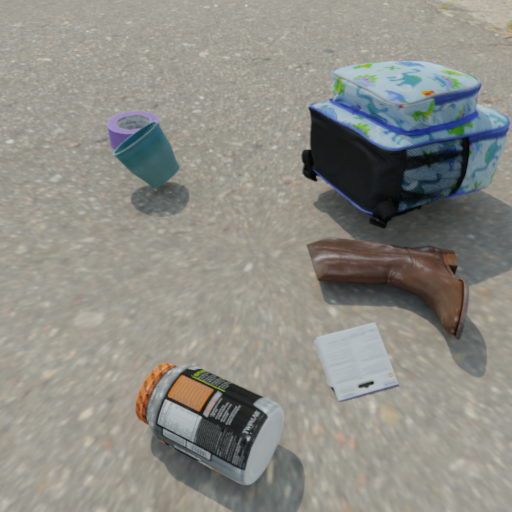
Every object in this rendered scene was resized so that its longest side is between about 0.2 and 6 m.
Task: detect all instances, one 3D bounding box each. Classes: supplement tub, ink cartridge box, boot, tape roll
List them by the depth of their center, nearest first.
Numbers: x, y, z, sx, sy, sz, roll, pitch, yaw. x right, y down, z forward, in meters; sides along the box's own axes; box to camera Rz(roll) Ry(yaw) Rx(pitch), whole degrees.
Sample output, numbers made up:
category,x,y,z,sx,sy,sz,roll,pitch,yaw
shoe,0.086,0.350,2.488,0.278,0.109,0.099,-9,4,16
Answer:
category,x,y,z,sx,sy,sz,roll,pitch,yaw
supplement tub,-0.604,2.047,7.086,1.708,1.046,1.046,20,43,24
ink cartridge box,1.464,1.569,8.255,0.973,0.215,0.991,-12,68,-13
boot,2.049,0.425,9.276,2.572,0.826,2.397,8,26,5
tape roll,-3.022,-3.085,13.929,1.276,0.542,1.276,0,39,0

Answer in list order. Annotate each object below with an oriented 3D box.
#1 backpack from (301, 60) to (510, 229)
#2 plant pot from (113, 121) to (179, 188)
category,x,y,z,sx,sy,sz,roll,pitch,yaw
backpack,3.066,-2.427,11.006,3.426,2.517,3.135,-11,34,-25
plant pot,-2.251,-2.082,11.942,1.158,1.088,1.158,-30,25,16
